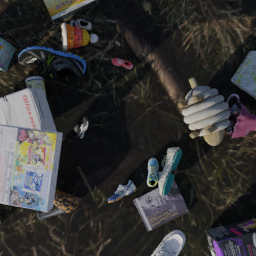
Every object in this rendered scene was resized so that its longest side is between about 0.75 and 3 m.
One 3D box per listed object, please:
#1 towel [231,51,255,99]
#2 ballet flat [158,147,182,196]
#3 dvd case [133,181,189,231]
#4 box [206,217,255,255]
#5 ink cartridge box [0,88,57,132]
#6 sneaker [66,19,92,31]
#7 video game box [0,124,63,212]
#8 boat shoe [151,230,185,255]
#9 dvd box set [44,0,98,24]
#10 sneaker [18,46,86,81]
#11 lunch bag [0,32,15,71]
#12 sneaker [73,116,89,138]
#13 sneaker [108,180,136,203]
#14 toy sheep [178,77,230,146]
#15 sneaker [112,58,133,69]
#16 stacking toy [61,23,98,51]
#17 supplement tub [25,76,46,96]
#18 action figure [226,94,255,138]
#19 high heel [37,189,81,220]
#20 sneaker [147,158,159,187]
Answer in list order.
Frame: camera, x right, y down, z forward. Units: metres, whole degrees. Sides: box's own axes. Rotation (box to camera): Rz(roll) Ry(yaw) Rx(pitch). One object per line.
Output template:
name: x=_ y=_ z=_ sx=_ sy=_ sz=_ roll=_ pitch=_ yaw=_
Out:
towel: x=5.180 y=-1.991 z=11.050 sx=1.784 sy=0.430 sz=1.527 roll=35 pitch=90 yaw=2
ballet flat: x=1.522 y=1.626 z=10.748 sx=0.689 sy=0.689 sz=1.921 roll=22 pitch=81 yaw=1
dvd case: x=1.284 y=3.006 z=10.857 sx=1.785 sy=0.143 sz=1.327 roll=-25 pitch=87 yaw=-1
box: x=4.404 y=4.320 z=10.151 sx=2.576 sy=1.366 sz=1.575 roll=-13 pitch=86 yaw=-1
ink cartridge box: x=-4.117 y=-0.229 z=10.219 sx=2.561 sy=1.068 sz=1.860 roll=-16 pitch=94 yaw=12
sneaker: x=-2.022 y=-4.143 z=11.143 sx=1.136 sy=0.503 sz=0.421 roll=-1 pitch=88 yaw=1
video game box: x=-3.278 y=1.171 z=8.662 sx=2.211 sy=0.568 sz=2.427 roll=8 pitch=91 yaw=10
boat shoe: x=1.123 y=3.937 z=8.652 sx=0.627 sy=0.614 sz=1.771 roll=39 pitch=102 yaw=15
dvd box set: x=-2.674 y=-5.860 z=11.288 sx=1.991 sy=0.400 sz=2.721 roll=-25 pitch=87 yaw=-1
sneaker: x=-2.966 y=-2.428 z=10.805 sx=2.616 sy=0.927 sz=1.084 roll=11 pitch=80 yaw=-2
lunch bag: x=-5.477 y=-3.112 z=10.262 sx=1.793 sy=2.104 sz=1.283 roll=22 pitch=87 yaw=2
sneaker: x=-1.814 y=-0.020 z=10.648 sx=0.460 sy=0.338 sz=1.018 roll=3 pitch=129 yaw=-34
sneaker: x=-0.295 y=2.439 z=10.788 sx=1.187 sy=0.447 sz=0.523 roll=-26 pitch=80 yaw=-11
toy sheep: x=2.813 y=-0.624 z=10.296 sx=1.830 sy=1.830 sz=2.655 roll=-18 pitch=92 yaw=-1
sneaker: x=-0.224 y=-2.610 z=11.096 sx=0.877 sy=0.380 sz=0.323 roll=16 pitch=86 yaw=2
stacking toy: x=-1.874 y=-3.569 z=10.992 sx=1.423 sy=1.039 sz=1.039 roll=-4 pitch=86 yaw=-16
supplement tub: x=-3.565 y=-1.471 z=10.872 sx=0.677 sy=0.677 sz=0.934 roll=-11 pitch=87 yaw=-1
action figure: x=4.900 y=-0.179 z=10.765 sx=2.274 sy=1.523 sz=1.693 roll=5 pitch=47 yaw=-9
high heel: x=-2.902 y=2.126 z=10.475 sx=1.773 sy=0.888 sz=2.488 roll=-19 pitch=103 yaw=5
sneaker: x=0.971 y=1.699 z=10.645 sx=0.445 sy=0.730 sz=1.119 roll=2 pitch=86 yaw=1
